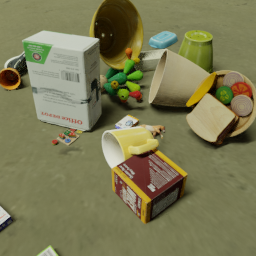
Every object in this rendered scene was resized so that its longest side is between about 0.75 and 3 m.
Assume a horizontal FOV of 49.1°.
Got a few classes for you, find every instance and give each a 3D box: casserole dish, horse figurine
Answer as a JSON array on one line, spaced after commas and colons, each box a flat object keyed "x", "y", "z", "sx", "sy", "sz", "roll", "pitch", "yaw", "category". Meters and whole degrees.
[{"x": 1.848, "y": -4.626, "z": 14.576, "sx": 1.066, "sy": 0.341, "sz": 1.759, "roll": 31, "pitch": 49, "yaw": 30, "category": "casserole dish"}, {"x": 0.656, "y": 0.133, "z": 9.119, "sx": 1.198, "sy": 0.299, "sz": 0.794, "roll": -1, "pitch": 37, "yaw": 2, "category": "horse figurine"}]

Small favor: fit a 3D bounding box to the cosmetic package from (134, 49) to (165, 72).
[{"x": 1.094, "y": -3.031, "z": 12.538, "sx": 1.650, "sy": 0.587, "sz": 0.868, "roll": -7, "pitch": 42, "yaw": -8, "category": "cosmetic package"}]

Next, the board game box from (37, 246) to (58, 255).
[{"x": -2.088, "y": 3.270, "z": 5.568, "sx": 1.809, "sy": 0.271, "sz": 0.864, "roll": -30, "pitch": 48, "yaw": -33, "category": "board game box"}]

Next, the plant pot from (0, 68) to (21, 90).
[{"x": -4.753, "y": -2.061, "z": 11.344, "sx": 0.834, "sy": 0.834, "sz": 0.763, "roll": -8, "pitch": 26, "yaw": -9, "category": "plant pot"}]

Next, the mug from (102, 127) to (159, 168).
[{"x": 0.162, "y": 0.590, "z": 7.993, "sx": 1.256, "sy": 1.226, "sz": 1.530, "roll": -16, "pitch": 37, "yaw": -30, "category": "mug"}]

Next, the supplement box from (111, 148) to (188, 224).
[{"x": 0.520, "y": 1.399, "z": 7.208, "sx": 1.367, "sy": 0.908, "sz": 1.348, "roll": -28, "pitch": 48, "yaw": -28, "category": "supplement box"}]

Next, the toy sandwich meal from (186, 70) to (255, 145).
[{"x": 2.787, "y": -0.668, "z": 8.608, "sx": 2.304, "sy": 2.304, "sz": 0.789, "roll": 32, "pitch": 24, "yaw": 31, "category": "toy sandwich meal"}]

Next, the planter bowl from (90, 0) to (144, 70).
[{"x": -0.674, "y": -3.686, "z": 11.064, "sx": 1.129, "sy": 2.712, "sz": 2.712, "roll": 13, "pitch": 39, "yaw": 43, "category": "planter bowl"}]

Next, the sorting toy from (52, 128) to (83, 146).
[{"x": -1.922, "y": 0.248, "z": 9.085, "sx": 0.529, "sy": 0.185, "sz": 1.097, "roll": 25, "pitch": 47, "yaw": 26, "category": "sorting toy"}]

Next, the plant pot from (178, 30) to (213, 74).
[{"x": 2.856, "y": -3.119, "z": 11.823, "sx": 1.734, "sy": 1.670, "sz": 1.734, "roll": 0, "pitch": 42, "yaw": 0, "category": "plant pot"}]

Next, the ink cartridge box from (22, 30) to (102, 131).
[{"x": -2.001, "y": -1.487, "z": 9.082, "sx": 2.058, "sy": 2.808, "sz": 1.166, "roll": 13, "pitch": 37, "yaw": 14, "category": "ink cartridge box"}]

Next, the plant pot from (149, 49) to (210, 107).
[{"x": 2.050, "y": -1.543, "z": 10.063, "sx": 2.113, "sy": 1.979, "sz": 1.979, "roll": 16, "pitch": 41, "yaw": -5, "category": "plant pot"}]

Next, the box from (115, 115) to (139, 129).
[{"x": -0.053, "y": -0.123, "z": 9.536, "sx": 0.476, "sy": 0.166, "sz": 0.799, "roll": 29, "pitch": 51, "yaw": 29, "category": "box"}]

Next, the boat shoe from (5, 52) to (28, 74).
[{"x": -4.394, "y": -3.046, "z": 12.455, "sx": 0.664, "sy": 0.832, "sz": 2.201, "roll": 23, "pitch": 58, "yaw": 25, "category": "boat shoe"}]

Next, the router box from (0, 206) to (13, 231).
[{"x": -3.435, "y": 2.266, "z": 6.729, "sx": 0.836, "sy": 0.228, "sz": 0.932, "roll": 29, "pitch": 49, "yaw": 29, "category": "router box"}]

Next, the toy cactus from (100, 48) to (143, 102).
[{"x": -0.597, "y": -1.900, "z": 10.825, "sx": 2.380, "sy": 1.475, "sz": 2.884, "roll": -11, "pitch": 47, "yaw": 4, "category": "toy cactus"}]
